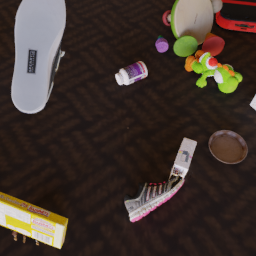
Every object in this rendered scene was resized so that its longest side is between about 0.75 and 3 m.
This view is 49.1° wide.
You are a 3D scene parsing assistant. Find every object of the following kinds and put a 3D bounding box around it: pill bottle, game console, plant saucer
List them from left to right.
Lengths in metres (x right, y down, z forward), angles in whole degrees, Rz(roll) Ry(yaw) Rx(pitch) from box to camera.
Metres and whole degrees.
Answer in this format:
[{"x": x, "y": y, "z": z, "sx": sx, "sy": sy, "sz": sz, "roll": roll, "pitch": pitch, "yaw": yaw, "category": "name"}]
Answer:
[{"x": 0.112, "y": -1.800, "z": 9.327, "sx": 1.003, "sy": 0.564, "sz": 0.564, "roll": -25, "pitch": 61, "yaw": -15, "category": "pill bottle"}, {"x": 2.858, "y": 0.565, "z": 8.071, "sx": 1.089, "sy": 0.188, "sz": 1.089, "roll": 0, "pitch": 59, "yaw": 0, "category": "plant saucer"}, {"x": 5.067, "y": -4.779, "z": 11.340, "sx": 2.916, "sy": 0.453, "sz": 2.578, "roll": 9, "pitch": 54, "yaw": 5, "category": "game console"}]

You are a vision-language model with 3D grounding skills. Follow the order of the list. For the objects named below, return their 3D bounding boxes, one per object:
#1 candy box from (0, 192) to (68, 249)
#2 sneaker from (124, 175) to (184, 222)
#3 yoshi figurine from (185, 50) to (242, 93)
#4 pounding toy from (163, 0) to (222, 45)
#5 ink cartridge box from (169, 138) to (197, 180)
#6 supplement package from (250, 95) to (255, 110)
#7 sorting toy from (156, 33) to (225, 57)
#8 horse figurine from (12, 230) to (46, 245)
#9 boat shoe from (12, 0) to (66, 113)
[{"x": -1.985, "y": 1.710, "z": 5.312, "sx": 1.687, "sy": 0.862, "sz": 0.223, "roll": 21, "pitch": 37, "yaw": 4, "category": "candy box"}, {"x": 0.629, "y": 1.606, "z": 7.140, "sx": 1.731, "sy": 0.638, "sz": 0.757, "roll": -31, "pitch": 69, "yaw": -13, "category": "sneaker"}, {"x": 2.865, "y": -1.762, "z": 9.269, "sx": 1.085, "sy": 1.089, "sz": 1.938, "roll": 5, "pitch": 29, "yaw": -45, "category": "yoshi figurine"}, {"x": 2.220, "y": -4.239, "z": 10.372, "sx": 2.470, "sy": 1.907, "sz": 1.146, "roll": -56, "pitch": 37, "yaw": -7, "category": "pounding toy"}, {"x": 1.475, "y": 0.909, "z": 7.569, "sx": 0.378, "sy": 0.657, "sz": 1.123, "roll": 21, "pitch": 60, "yaw": 10, "category": "ink cartridge box"}, {"x": 4.927, "y": -1.065, "z": 7.779, "sx": 1.325, "sy": 2.390, "sz": 1.861, "roll": -31, "pitch": 63, "yaw": -18, "category": "supplement package"}, {"x": 2.173, "y": -3.146, "z": 10.068, "sx": 2.412, "sy": 0.836, "sz": 0.831, "roll": -1, "pitch": 51, "yaw": -2, "category": "sorting toy"}, {"x": -2.270, "y": 2.426, "z": 6.822, "sx": 1.139, "sy": 0.284, "sz": 0.755, "roll": 2, "pitch": 46, "yaw": 8, "category": "horse figurine"}, {"x": -1.564, "y": -1.373, "z": 5.085, "sx": 0.822, "sy": 0.761, "sz": 2.227, "roll": 5, "pitch": 95, "yaw": -8, "category": "boat shoe"}]
